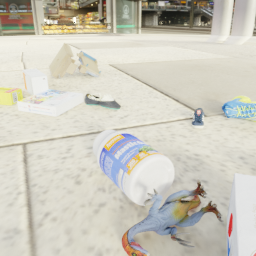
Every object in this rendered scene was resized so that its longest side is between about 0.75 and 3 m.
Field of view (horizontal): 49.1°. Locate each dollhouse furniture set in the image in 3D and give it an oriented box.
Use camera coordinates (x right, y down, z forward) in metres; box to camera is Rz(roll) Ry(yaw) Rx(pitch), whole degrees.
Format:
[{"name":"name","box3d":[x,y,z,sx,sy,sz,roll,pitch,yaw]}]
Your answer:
[{"name":"dollhouse furniture set","box3d":[-2.758,-3.078,15.688,2.553,1.666,2.411,21,31,-39]}]

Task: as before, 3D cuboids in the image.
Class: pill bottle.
[{"name":"pill bottle","box3d":[-0.005,0.701,5.951,1.066,1.066,1.902,-14,27,-29]}]

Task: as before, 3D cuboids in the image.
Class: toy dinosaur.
[{"name":"toy dinosaur","box3d":[0.697,1.608,4.692,1.653,1.822,0.957,-25,65,-4]}]

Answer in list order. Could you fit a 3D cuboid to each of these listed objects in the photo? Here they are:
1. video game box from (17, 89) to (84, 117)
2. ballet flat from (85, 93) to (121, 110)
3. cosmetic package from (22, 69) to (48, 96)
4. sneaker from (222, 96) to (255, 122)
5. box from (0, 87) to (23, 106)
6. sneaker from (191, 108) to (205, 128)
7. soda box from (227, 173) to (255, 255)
[{"name":"video game box","box3d":[-2.949,-1.015,10.866,1.737,0.446,1.907,12,25,20]},{"name":"ballet flat","box3d":[-1.009,-1.086,10.903,1.584,0.579,0.579,11,25,24]},{"name":"cosmetic package","box3d":[-4.176,-2.029,12.609,0.683,0.973,1.918,-13,25,-28]},{"name":"sneaker","box3d":[3.965,-0.492,9.403,1.108,0.799,2.109,-18,20,-10]},{"name":"box","box3d":[-5.503,-1.346,11.506,2.177,0.546,0.819,6,23,15]},{"name":"sneaker","box3d":[2.322,-0.354,9.243,0.420,0.473,1.120,5,24,11]},{"name":"soda box","box3d":[1.825,1.768,3.555,1.008,0.943,2.961,7,24,17]}]
